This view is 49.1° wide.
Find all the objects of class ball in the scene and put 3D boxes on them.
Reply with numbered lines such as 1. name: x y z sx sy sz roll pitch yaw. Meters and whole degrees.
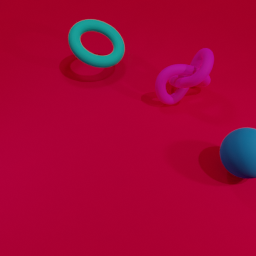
1. ball: 2.876 0.608 6.799 1.234 1.234 1.234 0 44 0

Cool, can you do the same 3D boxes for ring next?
1. ring: -1.079 -2.976 9.821 2.019 0.404 2.019 9 62 -18

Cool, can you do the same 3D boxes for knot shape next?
1. knot shape: 1.940 -1.661 8.790 2.087 1.953 0.964 -23 78 -39
